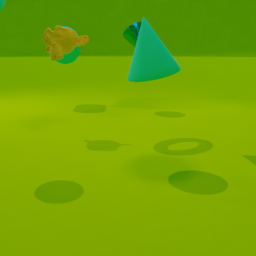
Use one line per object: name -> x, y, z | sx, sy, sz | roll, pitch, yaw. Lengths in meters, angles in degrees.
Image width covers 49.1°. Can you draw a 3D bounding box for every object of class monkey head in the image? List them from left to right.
monkey head -> -1.724, -2.146, 7.297 | 1.331, 0.958, 0.802 | -7, -8, 19

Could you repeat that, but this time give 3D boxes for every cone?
cone -> 0.481, -3.189, 10.557 | 1.088, 1.092, 1.088 | -15, -18, -5
cone -> 0.383, -1.491, 5.134 | 1.028, 1.032, 1.028 | -11, 21, 4

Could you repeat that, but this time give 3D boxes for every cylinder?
cylinder -> -2.658, -3.493, 11.771 | 1.251, 1.251, 1.251 | -3, 34, -9

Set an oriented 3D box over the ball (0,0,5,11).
ball -> -2.620, -2.387, 4.971 | 0.812, 0.812, 0.812 | 0, 16, 0
